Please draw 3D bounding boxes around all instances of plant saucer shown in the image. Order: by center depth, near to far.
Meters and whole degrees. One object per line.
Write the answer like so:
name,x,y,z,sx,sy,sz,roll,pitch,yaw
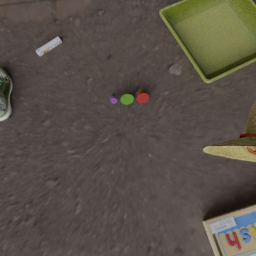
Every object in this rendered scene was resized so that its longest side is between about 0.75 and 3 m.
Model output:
plant saucer,2.621,-2.723,8.135,2.656,0.637,2.660,-26,73,-8

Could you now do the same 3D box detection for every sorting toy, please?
sorting toy,0.031,-0.908,7.748,1.069,0.371,0.368,-5,49,-4

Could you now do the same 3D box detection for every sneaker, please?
sneaker,-3.516,-1.015,7.516,0.631,0.727,1.641,-13,72,-4

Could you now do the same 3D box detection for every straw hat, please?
straw hat,2.014,-0.010,3.719,2.039,2.039,0.863,7,82,2

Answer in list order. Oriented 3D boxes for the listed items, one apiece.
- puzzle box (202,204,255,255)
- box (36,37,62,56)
puzzle box,3.451,2.639,6.280,2.996,0.381,1.993,-19,73,2
box,-2.341,-2.412,8.286,0.796,0.154,0.165,-38,76,-12
